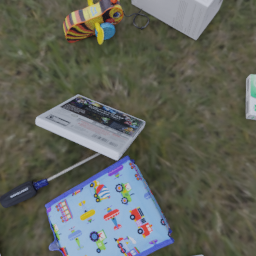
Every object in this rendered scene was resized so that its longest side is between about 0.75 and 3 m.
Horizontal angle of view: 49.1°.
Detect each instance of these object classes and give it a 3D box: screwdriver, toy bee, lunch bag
[{"bbox_3d":[-1.648,1.138,6.457,2.676,0.373,0.389,-23,45,-4],"label":"screwdriver"},{"bbox_3d":[-0.662,-3.074,7.380,2.309,1.255,1.512,-35,75,-10],"label":"toy bee"},{"bbox_3d":[-0.567,2.012,5.919,2.457,1.156,1.849,-29,77,1],"label":"lunch bag"}]

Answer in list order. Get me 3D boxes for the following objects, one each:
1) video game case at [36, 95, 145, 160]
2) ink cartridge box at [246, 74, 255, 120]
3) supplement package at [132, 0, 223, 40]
[{"bbox_3d":[-0.745,-0.108,6.300,1.920,0.224,1.745,22,29,12],"label":"video game case"},{"bbox_3d":[3.735,-0.726,7.107,1.401,0.351,1.127,6,73,4],"label":"ink cartridge box"},{"bbox_3d":[1.358,-3.733,7.525,2.238,1.357,1.340,34,75,10],"label":"supplement package"}]
